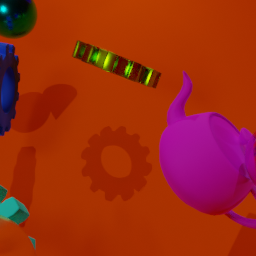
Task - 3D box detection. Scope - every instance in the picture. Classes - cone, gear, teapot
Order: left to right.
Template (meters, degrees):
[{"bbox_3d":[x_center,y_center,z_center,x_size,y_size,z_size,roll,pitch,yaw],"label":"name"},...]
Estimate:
[{"bbox_3d":[-2.310,1.676,3.606,2.096,0.388,2.096,-2,59,4],"label":"gear"},{"bbox_3d":[-1.252,1.127,2.194,1.343,1.348,1.343,16,52,-22],"label":"cone"},{"bbox_3d":[-2.383,-0.717,5.218,0.312,1.687,1.687,6,61,-9],"label":"gear"},{"bbox_3d":[-0.214,-1.238,5.488,1.731,1.731,0.320,24,102,12],"label":"gear"},{"bbox_3d":[0.947,0.272,3.189,1.186,0.934,1.907,-12,67,-53],"label":"teapot"}]

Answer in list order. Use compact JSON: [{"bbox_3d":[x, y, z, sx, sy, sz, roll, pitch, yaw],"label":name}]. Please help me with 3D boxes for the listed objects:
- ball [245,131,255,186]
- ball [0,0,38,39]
[{"bbox_3d":[1.440,0.277,2.459,0.767,0.767,0.767,0,61,0],"label":"ball"},{"bbox_3d":[-2.575,-2.544,6.129,1.138,1.138,1.138,0,61,0],"label":"ball"}]
